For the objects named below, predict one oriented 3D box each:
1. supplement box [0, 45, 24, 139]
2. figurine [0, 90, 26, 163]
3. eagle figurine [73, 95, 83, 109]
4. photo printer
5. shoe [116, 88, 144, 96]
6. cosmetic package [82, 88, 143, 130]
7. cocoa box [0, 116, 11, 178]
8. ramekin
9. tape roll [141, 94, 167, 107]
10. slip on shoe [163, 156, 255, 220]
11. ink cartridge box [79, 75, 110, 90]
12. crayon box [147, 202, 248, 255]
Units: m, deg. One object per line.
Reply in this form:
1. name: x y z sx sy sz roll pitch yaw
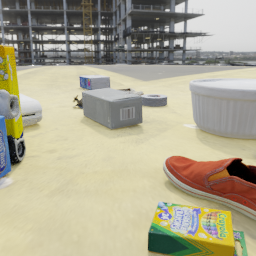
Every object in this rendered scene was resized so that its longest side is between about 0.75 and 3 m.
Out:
1. supplement box: -3.356 -0.724 6.669 1.306 2.399 1.314 -5 16 -13
2. figurine: -3.020 -0.003 5.728 1.509 1.547 0.666 -3 17 -3
3. eagle figurine: -1.833 -1.042 11.577 0.874 0.660 0.663 29 61 -2
4. photo printer: -3.999 -0.562 9.004 2.006 0.837 2.411 -11 19 -37
5. shoe: -0.033 -1.739 13.893 1.929 0.515 0.674 -9 18 -30
6. cosmetic package: -0.587 -0.713 9.333 1.206 1.018 2.257 -13 23 -30
7. cocoa box: -3.181 0.392 4.924 1.737 1.158 1.140 4 16 14
8. ramekin: 3.290 -0.669 8.355 2.994 1.394 2.994 0 16 0
9. tape roll: 1.139 -1.222 12.279 1.163 0.384 1.163 -1 16 0
10. slip on shoe: 1.553 0.770 4.415 0.886 0.732 2.392 -15 20 -38
11. ink cartridge box: -2.177 -2.914 17.669 1.374 0.769 2.014 -10 20 -31
12. crayon box: 0.865 1.266 3.423 1.131 0.292 0.711 5 16 15
